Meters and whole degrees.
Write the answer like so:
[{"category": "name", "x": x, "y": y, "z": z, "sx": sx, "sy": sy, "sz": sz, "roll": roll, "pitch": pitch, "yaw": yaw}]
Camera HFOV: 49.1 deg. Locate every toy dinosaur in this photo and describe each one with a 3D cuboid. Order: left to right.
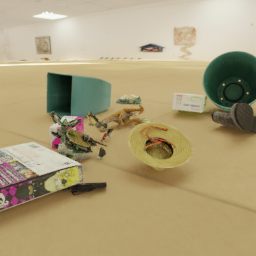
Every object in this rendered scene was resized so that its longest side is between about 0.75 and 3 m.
[{"category": "toy dinosaur", "x": -0.012, "y": -0.566, "z": 11.218, "sx": 1.502, "sy": 0.854, "sz": 2.828, "roll": 8, "pitch": 19, "yaw": 38}]

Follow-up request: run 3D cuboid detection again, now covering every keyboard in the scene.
[{"category": "keyboard", "x": -1.080, "y": 1.375, "z": 6.331, "sx": 1.193, "sy": 0.236, "sz": 0.621, "roll": -2, "pitch": -6, "yaw": -2}]

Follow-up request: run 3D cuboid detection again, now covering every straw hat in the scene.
[{"category": "straw hat", "x": 0.806, "y": 0.663, "z": 7.421, "sx": 1.793, "sy": 0.759, "sz": 1.793, "roll": 4, "pitch": 38, "yaw": -3}]

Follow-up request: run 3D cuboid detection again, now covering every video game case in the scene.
[{"category": "video game case", "x": -2.802, "y": 1.028, "z": 6.412, "sx": 2.516, "sy": 0.497, "sz": 2.775, "roll": -14, "pitch": 17, "yaw": -38}]

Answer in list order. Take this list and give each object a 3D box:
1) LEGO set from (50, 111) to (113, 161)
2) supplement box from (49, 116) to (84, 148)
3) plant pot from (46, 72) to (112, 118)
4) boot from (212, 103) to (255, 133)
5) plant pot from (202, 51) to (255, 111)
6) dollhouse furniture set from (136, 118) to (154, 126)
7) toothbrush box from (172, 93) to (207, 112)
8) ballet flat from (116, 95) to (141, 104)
[{"category": "LEGO set", "x": -1.425, "y": 0.364, "z": 8.371, "sx": 1.904, "sy": 0.831, "sz": 2.932, "roll": 46, "pitch": 21, "yaw": 20}, {"category": "supplement box", "x": -2.001, "y": 0.114, "z": 9.317, "sx": 0.713, "sy": 0.728, "sz": 1.408, "roll": 3, "pitch": 16, "yaw": 7}, {"category": "plant pot", "x": -2.102, "y": -1.523, "z": 12.944, "sx": 1.858, "sy": 1.859, "sz": 2.631, "roll": 15, "pitch": 16, "yaw": 40}, {"category": "boot", "x": 3.691, "y": -0.349, "z": 10.075, "sx": 1.569, "sy": 0.832, "sz": 2.384, "roll": 14, "pitch": -7, "yaw": 41}, {"category": "plant pot", "x": 4.885, "y": -1.935, "z": 12.979, "sx": 2.605, "sy": 2.605, "sz": 2.090, "roll": 7, "pitch": -6, "yaw": 21}, {"category": "dollhouse furniture set", "x": 0.438, "y": -0.091, "z": 10.394, "sx": 0.738, "sy": 0.464, "sz": 0.835, "roll": -13, "pitch": 22, "yaw": -36}, {"category": "toothbrush box", "x": 2.851, "y": -1.167, "z": 12.784, "sx": 1.285, "sy": 0.760, "sz": 1.765, "roll": 9, "pitch": 10, "yaw": 20}, {"category": "ballet flat", "x": 0.027, "y": -1.562, "z": 15.062, "sx": 1.407, "sy": 0.522, "sz": 0.522, "roll": 3, "pitch": 18, "yaw": 11}]
